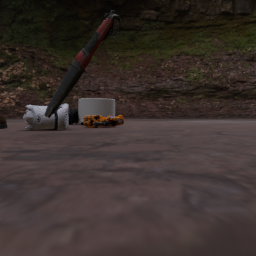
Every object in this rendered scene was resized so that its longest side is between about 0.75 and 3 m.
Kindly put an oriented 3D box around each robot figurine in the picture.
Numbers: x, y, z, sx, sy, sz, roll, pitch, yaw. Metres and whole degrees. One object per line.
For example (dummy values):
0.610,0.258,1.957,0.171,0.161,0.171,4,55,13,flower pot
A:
-1.022,-0.270,10.918,1.220,0.490,1.682,0,2,41,robot figurine

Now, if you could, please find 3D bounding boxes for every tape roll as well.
-1.640,-0.854,14.868,1.945,1.336,1.945,0,2,0,tape roll

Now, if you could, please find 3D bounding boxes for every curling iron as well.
-1.036,-1.482,6.624,0.382,2.989,0.741,31,-6,14,curling iron

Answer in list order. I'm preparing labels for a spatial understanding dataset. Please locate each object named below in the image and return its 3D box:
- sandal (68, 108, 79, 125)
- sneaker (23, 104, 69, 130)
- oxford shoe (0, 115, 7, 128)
-2.987,-0.701,15.119,0.593,0.932,2.479,15,3,0,sandal
-2.658,-0.399,9.290,1.319,0.862,2.295,2,5,-10,sneaker
-4.867,-0.286,10.018,1.458,0.615,0.530,-1,4,25,oxford shoe
